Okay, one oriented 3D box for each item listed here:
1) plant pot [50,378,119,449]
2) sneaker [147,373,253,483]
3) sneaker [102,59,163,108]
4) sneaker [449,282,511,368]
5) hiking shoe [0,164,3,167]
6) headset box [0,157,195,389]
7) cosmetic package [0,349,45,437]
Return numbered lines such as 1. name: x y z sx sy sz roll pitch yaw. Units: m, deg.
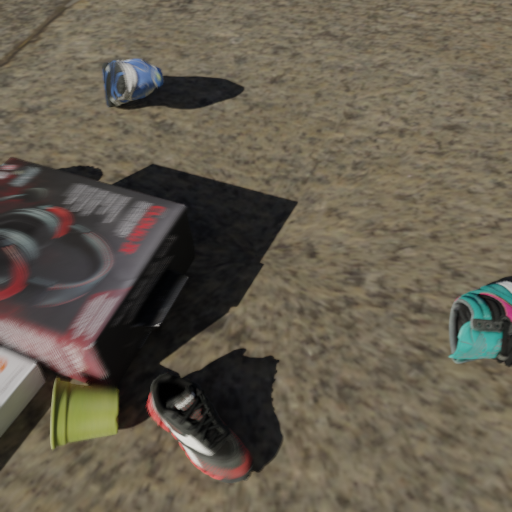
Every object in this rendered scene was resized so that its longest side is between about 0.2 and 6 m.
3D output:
1. plant pot: -2.327 2.147 7.702 0.856 0.931 0.931 2 45 -13
2. sneaker: -0.792 2.247 7.477 1.867 0.912 0.660 37 58 26
3. sneaker: -2.962 -4.024 13.080 1.073 1.055 2.785 -11 21 -21
4. sneaker: 3.672 1.380 8.199 1.522 1.054 2.522 -7 39 -14
5. hiking shoe: -5.216 -1.241 11.007 2.216 0.824 0.961 0 49 15
6. headset box: -2.993 0.208 8.957 3.844 1.442 2.857 17 54 15
7. cosmetic package: -4.364 2.200 7.797 1.673 0.573 2.219 20 49 14
